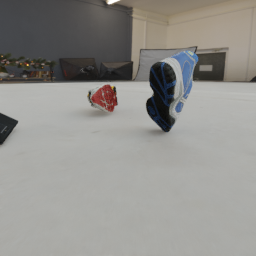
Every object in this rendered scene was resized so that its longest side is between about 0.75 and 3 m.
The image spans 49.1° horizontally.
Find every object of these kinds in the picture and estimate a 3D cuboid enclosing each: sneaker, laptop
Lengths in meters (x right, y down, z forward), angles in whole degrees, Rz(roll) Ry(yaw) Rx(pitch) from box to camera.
[{"bbox_3d":[-0.934,-0.944,9.427,0.959,0.909,2.335,-7,5,5],"label":"sneaker"},{"bbox_3d":[-3.171,-0.772,5.683,2.077,1.072,1.840,27,8,-17],"label":"laptop"},{"bbox_3d":[0.957,-0.673,5.952,0.877,2.276,0.862,-37,70,-19],"label":"sneaker"}]
